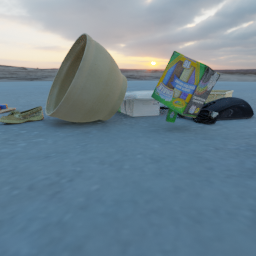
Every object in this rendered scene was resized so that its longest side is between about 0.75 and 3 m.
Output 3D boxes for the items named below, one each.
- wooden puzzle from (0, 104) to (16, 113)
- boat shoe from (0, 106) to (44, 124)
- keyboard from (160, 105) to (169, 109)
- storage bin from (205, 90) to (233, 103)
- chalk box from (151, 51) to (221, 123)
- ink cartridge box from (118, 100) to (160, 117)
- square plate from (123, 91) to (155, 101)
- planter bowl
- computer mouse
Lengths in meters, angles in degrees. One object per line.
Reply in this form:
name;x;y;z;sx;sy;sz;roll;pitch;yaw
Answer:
wooden puzzle;-5.702;-0.827;11.852;1.259;0.315;1.359;4;12;20
boat shoe;-3.635;-0.449;9.596;0.564;0.482;1.538;10;15;39
keyboard;1.644;-0.970;12.880;0.974;0.193;0.507;5;13;29
storage bin;3.852;-1.353;13.152;1.745;0.824;1.758;7;14;29
chalk box;1.595;-1.058;8.253;1.180;1.906;1.186;36;17;30
ink cartridge box;0.397;-0.922;11.359;1.200;0.691;1.644;-5;12;-21
square plate;0.591;-1.329;11.839;2.744;0.394;2.770;-7;6;-35
planter bowl;-1.272;-1.381;9.477;1.954;2.904;2.904;25;-1;-27
computer mouse;3.435;-0.738;10.321;2.864;0.755;1.983;-5;12;-24
